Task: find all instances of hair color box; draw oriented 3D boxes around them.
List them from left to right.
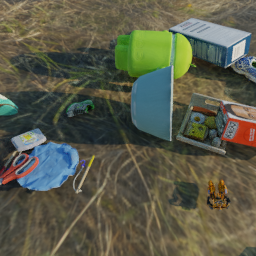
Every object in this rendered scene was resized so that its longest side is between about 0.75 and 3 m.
[{"bbox_3d":[2.910,-3.197,10.303,1.341,0.812,2.682,-31,45,-24],"label":"hair color box"},{"bbox_3d":[3.652,-0.001,7.604,2.315,0.709,1.175,12,29,1],"label":"hair color box"}]

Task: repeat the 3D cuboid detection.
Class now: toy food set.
[{"bbox_3d":[2.335,-0.190,8.248,1.382,0.582,1.926,18,52,14],"label":"toy food set"}]

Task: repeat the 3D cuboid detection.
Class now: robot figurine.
[{"bbox_3d":[0.928,-2.480,9.550,2.683,1.552,2.354,4,50,4],"label":"robot figurine"},{"bbox_3d":[2.171,1.631,6.785,0.555,0.223,0.766,-7,44,14],"label":"robot figurine"}]

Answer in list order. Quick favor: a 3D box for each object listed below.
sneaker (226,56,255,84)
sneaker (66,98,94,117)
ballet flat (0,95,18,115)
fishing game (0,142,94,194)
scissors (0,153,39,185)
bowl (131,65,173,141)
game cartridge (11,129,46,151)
[{"bbox_3d":[4.176,-2.282,9.926,0.693,0.705,1.831,-37,57,-25],"label":"sneaker"},{"bbox_3d":[-1.491,-0.602,8.733,0.970,0.379,0.413,-31,57,-24],"label":"sneaker"},{"bbox_3d":[-3.794,-0.731,7.932,0.584,1.733,0.610,-26,83,15],"label":"ballet flat"},{"bbox_3d":[-2.115,1.013,7.418,2.356,0.366,1.687,4,42,10],"label":"fishing game"},{"bbox_3d":[-3.142,1.350,6.926,0.749,0.143,2.048,25,55,33],"label":"scissors"},{"bbox_3d":[0.695,-0.691,7.774,1.076,2.058,2.058,3,50,10],"label":"bowl"},{"bbox_3d":[-2.816,0.344,7.991,0.848,0.172,0.566,-26,53,-31],"label":"game cartridge"}]
